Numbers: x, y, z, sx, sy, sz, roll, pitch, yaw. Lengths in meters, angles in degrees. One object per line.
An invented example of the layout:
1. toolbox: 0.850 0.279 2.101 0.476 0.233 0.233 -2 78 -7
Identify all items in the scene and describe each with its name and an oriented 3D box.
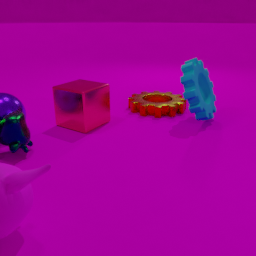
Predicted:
1. teapot: -1.638 0.885 3.681 1.601 0.995 0.784 -35 -13 30
2. ball: -3.015 -0.311 6.727 1.079 1.079 1.079 0 22 0
3. gear: 0.912 -0.780 8.792 1.781 0.329 1.781 0 22 0
4. gear: 1.926 -1.029 7.552 0.305 1.647 1.647 -14 12 34
5. cube: -1.203 -0.619 7.427 1.070 1.070 1.070 14 26 30
6. cow figurine: -2.979 0.125 5.821 1.713 1.685 0.940 -38 18 9
